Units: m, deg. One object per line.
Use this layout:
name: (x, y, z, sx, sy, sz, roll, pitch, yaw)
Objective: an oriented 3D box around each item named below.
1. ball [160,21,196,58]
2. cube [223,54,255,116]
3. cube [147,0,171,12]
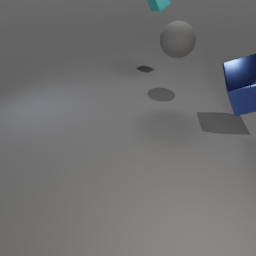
ball: (1.949, -3.457, 10.981, 1.400, 1.400, 1.400, 0, 33, 0)
cube: (4.168, -1.482, 9.609, 1.400, 1.400, 1.400, -13, 51, 25)
cube: (1.398, -5.876, 12.933, 0.700, 0.700, 0.700, -43, 38, -11)
